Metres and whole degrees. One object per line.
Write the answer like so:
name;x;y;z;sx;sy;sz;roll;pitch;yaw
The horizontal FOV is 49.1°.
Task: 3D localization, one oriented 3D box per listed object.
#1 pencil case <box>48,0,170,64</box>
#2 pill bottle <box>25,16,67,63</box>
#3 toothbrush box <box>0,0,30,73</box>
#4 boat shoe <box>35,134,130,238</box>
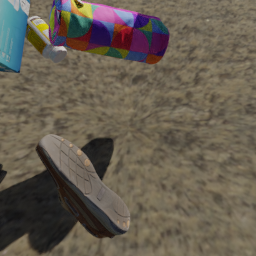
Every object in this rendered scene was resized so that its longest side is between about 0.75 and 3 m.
pencil case;-0.415;-2.132;6.137;2.669;1.179;1.179;5;55;-27
pill bottle;-1.936;-2.043;6.569;0.585;0.585;1.070;-41;85;-22
toothbrush box;-2.802;-2.104;4.975;0.967;2.268;1.660;6;87;8
boat shoe;-0.703;0.871;3.835;0.618;0.652;1.721;-36;94;23
